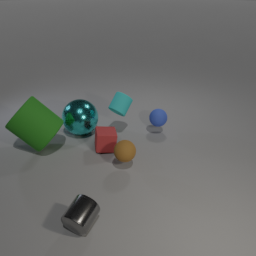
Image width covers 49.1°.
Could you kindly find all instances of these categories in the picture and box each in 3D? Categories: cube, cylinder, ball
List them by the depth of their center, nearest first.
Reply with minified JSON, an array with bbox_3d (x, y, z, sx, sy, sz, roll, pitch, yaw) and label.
[{"bbox_3d":[-1.135,2.087,6.754,0.700,0.700,0.700,13,45,23],"label":"cylinder"},{"bbox_3d":[-0.097,0.722,8.780,0.700,0.700,0.700,0,28,0],"label":"ball"},{"bbox_3d":[-3.203,-0.140,9.673,1.400,1.400,1.400,41,23,-17],"label":"cylinder"},{"bbox_3d":[-0.795,0.404,9.921,0.700,0.700,0.700,1,27,-12],"label":"cube"},{"bbox_3d":[-0.279,-0.895,10.515,0.700,0.700,0.700,27,-7,4],"label":"cylinder"},{"bbox_3d":[-1.846,-0.413,10.825,1.400,1.400,1.400,0,28,0],"label":"ball"},{"bbox_3d":[1.173,-0.400,10.861,0.700,0.700,0.700,0,28,0],"label":"ball"}]
